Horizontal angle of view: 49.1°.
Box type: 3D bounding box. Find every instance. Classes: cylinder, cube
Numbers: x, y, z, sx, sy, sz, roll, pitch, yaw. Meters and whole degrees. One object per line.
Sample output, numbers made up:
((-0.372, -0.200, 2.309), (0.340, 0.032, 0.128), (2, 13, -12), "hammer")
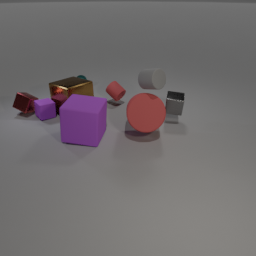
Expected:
((-0.580, -1.750, 13.282), (0.700, 0.700, 0.700), (45, 43, 13), "cylinder")
((-4.530, -1.126, 12.396), (0.700, 0.700, 0.700), (25, 12, 8), "cube")
((-2.487, -1.388, 12.538), (1.400, 1.400, 1.400), (20, 33, 39), "cube")
((0.821, -1.674, 9.604), (0.700, 0.700, 0.700), (-24, 22, -37), "cylinder")
((-3.631, -0.834, 12.270), (0.700, 0.700, 0.700), (-17, 33, -34), "cube")
((1.899, -1.012, 11.422), (0.700, 0.700, 0.700), (9, 36, 7), "cube")
((0.639, -0.613, 10.524), (1.400, 1.400, 1.400), (0, 8, 0), "cylinder")
((-1.629, -0.309, 10.472), (1.400, 1.400, 1.400), (8, 28, 6), "cube")

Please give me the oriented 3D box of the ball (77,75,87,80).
((-2.631, -2.620, 15.722), (0.700, 0.700, 0.700), (0, 28, 0), "ball")
